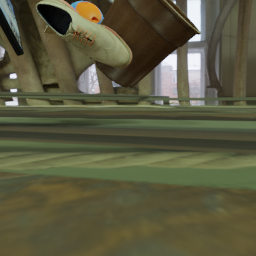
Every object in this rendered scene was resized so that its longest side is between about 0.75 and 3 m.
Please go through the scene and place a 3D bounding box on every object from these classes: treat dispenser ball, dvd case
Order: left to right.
[{"bbox_3d":[-3.366,-3.342,7.376,0.224,1.825,2.558,-21,54,-7],"label":"dvd case"},{"bbox_3d":[-1.520,-3.606,9.657,1.409,1.409,1.409,0,6,0],"label":"treat dispenser ball"}]

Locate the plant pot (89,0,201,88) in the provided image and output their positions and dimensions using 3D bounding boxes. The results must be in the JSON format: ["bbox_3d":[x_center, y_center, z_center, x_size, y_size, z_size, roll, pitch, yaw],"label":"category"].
[{"bbox_3d":[0.288,-2.921,8.755,2.745,2.773,2.773,-43,-16,26],"label":"plant pot"}]

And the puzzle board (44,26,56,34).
[{"bbox_3d":[-2.801,-4.264,11.102,0.104,1.193,0.899,42,24,6],"label":"puzzle board"}]

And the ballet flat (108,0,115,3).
[{"bbox_3d":[-0.346,-4.658,9.987,1.147,0.432,0.389,-3,-3,26],"label":"ballet flat"}]

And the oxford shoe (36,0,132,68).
[{"bbox_3d":[-1.189,-2.418,7.462,2.801,0.992,1.034,30,24,-2],"label":"oxford shoe"}]
